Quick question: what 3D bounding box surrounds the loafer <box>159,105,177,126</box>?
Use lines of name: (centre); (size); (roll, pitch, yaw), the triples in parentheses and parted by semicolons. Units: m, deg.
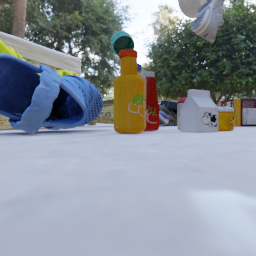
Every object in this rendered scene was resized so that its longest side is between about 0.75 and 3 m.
loafer: (1.590, -0.452, 10.822); (0.847, 0.742, 2.358); (0, 1, 22)

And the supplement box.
supplement box: (4.143, -0.523, 9.857); (1.401, 0.930, 1.381); (0, 1, -5)

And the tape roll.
tape roll: (2.196, -3.973, 8.359); (1.237, 1.237, 0.850); (-1, 10, -35)

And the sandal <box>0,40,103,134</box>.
sandal: (-1.102, -0.357, 4.240); (1.233, 1.126, 2.833); (29, 10, 21)

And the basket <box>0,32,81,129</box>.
basket: (-2.643, -0.895, 6.499); (2.002, 1.822, 2.954); (1, 2, 24)

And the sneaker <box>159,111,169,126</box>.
sneaker: (0.721, -0.612, 9.800); (1.622, 0.936, 0.655); (1, -31, 46)

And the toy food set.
toy food set: (0.706, -0.499, 4.593); (2.457, 1.105, 1.173); (-1, 1, -32)

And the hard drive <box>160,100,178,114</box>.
hard drive: (2.384, -0.628, 11.209); (1.916, 0.362, 1.339); (15, -9, 41)

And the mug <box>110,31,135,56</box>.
mug: (-0.215, -3.243, 10.952); (0.884, 1.076, 0.665); (-19, 43, -2)

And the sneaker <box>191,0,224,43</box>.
sneaker: (1.975, -2.587, 6.627); (0.635, 1.549, 0.579); (41, -30, -19)

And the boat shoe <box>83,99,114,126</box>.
boat shoe: (-1.037, -0.417, 9.731); (2.999, 0.940, 1.099); (-3, 17, 24)
